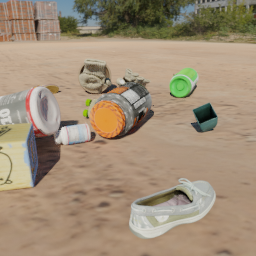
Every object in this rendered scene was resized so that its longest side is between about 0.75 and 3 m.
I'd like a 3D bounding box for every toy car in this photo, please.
[{"bbox_3d":[-1.161,-0.675,11.454,0.900,0.865,1.096,12,-5,19],"label":"toy car"}]

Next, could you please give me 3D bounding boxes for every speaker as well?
[{"bbox_3d":[3.045,-2.495,15.089,1.243,1.243,2.812,8,23,19],"label":"speaker"}]

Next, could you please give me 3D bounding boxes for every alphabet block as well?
[{"bbox_3d":[-3.035,0.691,6.936,1.337,1.306,1.313,-5,20,-11],"label":"alphabet block"}]

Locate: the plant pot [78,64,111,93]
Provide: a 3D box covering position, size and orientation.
[{"bbox_3d":[-1.871,-2.770,15.434,1.773,1.773,1.546,-4,5,-10],"label":"plant pot"}]

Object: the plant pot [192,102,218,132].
[{"bbox_3d":[2.713,-0.293,9.726,0.649,0.919,0.649,-24,58,9],"label":"plant pot"}]

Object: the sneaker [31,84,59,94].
[{"bbox_3d":[-4.464,-2.113,14.995,1.460,0.547,0.658,-9,30,-24],"label":"sneaker"}]

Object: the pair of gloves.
[{"bbox_3d":[-0.624,-1.848,11.423,2.722,0.477,2.315,12,-19,-13],"label":"pair of gloves"}]

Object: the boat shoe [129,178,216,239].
[{"bbox_3d":[0.977,1.492,5.704,2.168,0.695,0.799,-13,25,-29],"label":"boat shoe"}]

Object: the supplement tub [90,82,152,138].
[{"bbox_3d":[-0.228,-0.667,10.016,1.543,1.543,2.518,9,24,22],"label":"supplement tub"}]

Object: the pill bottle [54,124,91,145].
[{"bbox_3d":[-1.804,0.221,9.047,1.101,0.599,0.599,-9,23,-20],"label":"pill bottle"}]

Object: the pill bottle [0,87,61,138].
[{"bbox_3d":[-3.559,-0.283,8.620,2.594,1.477,1.477,-12,19,14],"label":"pill bottle"}]
